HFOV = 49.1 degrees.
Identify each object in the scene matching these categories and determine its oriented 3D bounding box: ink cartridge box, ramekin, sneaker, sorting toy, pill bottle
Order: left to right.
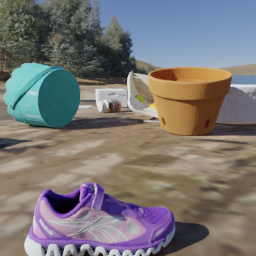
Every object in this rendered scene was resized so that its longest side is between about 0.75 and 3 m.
[{"bbox_3d":[-0.244,0.849,2.709,1.465,0.648,0.589,0,9,-9],"label":"sneaker"},{"bbox_3d":[-0.840,-1.022,12.914,1.017,0.592,0.592,-7,13,-31],"label":"pill bottle"},{"bbox_3d":[-0.946,-1.676,15.467,1.612,0.931,2.209,-1,11,-8],"label":"ink cartridge box"},{"bbox_3d":[1.175,-1.077,11.301,2.950,1.576,2.655,12,25,11],"label":"sorting toy"},{"bbox_3d":[3.826,-0.940,10.407,2.679,1.306,2.679,0,9,0],"label":"ramekin"}]

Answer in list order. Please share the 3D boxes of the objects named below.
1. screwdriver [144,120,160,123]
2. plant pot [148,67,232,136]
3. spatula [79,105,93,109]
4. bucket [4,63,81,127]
[{"bbox_3d":[1.510,-0.197,9.240,2.044,0.285,0.297,5,-17,12],"label":"screwdriver"},{"bbox_3d":[1.744,-0.809,8.220,2.317,1.622,2.317,-1,22,1],"label":"plant pot"},{"bbox_3d":[-2.805,-1.163,14.937,1.748,0.140,1.215,1,10,6],"label":"spatula"},{"bbox_3d":[-2.725,-1.063,9.241,1.440,2.213,2.213,11,15,30],"label":"bucket"}]
